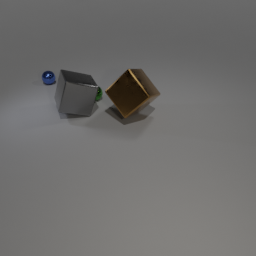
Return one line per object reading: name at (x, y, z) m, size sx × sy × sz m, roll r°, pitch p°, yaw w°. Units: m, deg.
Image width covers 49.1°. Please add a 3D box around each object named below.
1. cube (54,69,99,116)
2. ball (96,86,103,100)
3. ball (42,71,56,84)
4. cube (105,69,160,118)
cube at (-2.233, -1.495, 11.952) m, size 1.400 × 1.400 × 1.400 m, roll 6°, pitch 28°, yaw -27°
ball at (-1.535, -1.640, 13.120) m, size 0.700 × 0.700 × 0.700 m, roll 0°, pitch 34°, yaw 0°
ball at (-4.148, -2.641, 14.628) m, size 0.700 × 0.700 × 0.700 m, roll 0°, pitch 34°, yaw 0°
cube at (0.216, -1.436, 11.414) m, size 1.400 × 1.400 × 1.400 m, roll 53°, pitch 26°, yaw 5°
